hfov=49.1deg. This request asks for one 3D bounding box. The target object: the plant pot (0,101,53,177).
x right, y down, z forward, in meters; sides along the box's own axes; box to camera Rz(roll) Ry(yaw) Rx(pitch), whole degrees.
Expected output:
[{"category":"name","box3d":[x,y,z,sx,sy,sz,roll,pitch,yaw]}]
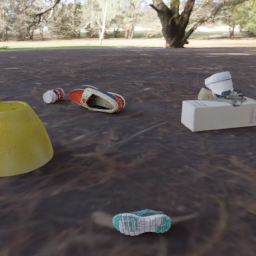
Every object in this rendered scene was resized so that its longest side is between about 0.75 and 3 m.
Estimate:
[{"category":"plant pot","box3d":[-3.466,0.137,8.221,2.313,1.642,2.313,-1,21,0]}]

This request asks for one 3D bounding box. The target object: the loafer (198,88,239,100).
[{"category":"loafer","box3d":[4.770,-1.786,14.695,2.160,0.738,0.817,-2,20,-7]}]

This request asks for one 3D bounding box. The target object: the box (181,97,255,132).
[{"category":"box","box3d":[3.672,-0.594,11.144,2.858,0.977,1.174,-5,21,-14]}]

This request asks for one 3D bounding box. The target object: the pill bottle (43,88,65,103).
[{"category":"pill bottle","box3d":[-3.860,-1.684,14.589,0.626,0.626,1.097,8,22,20]}]

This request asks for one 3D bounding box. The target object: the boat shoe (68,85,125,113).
[{"category":"boat shoe","box3d":[-1.626,-1.308,13.116,2.984,1.062,0.934,14,27,22]}]

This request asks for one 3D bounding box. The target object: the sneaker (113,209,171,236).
[{"category":"sneaker","box3d":[0.262,1.837,5.575,1.125,0.437,0.513,3,5,-2]}]

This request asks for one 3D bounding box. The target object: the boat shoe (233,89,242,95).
[{"category":"boat shoe","box3d":[5.629,-2.207,16.097,1.733,0.586,0.622,13,23,28]}]

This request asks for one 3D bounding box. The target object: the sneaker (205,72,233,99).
[{"category":"sneaker","box3d":[3.917,-1.729,12.129,1.052,1.020,2.880,-7,2,16]}]
